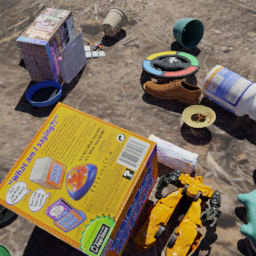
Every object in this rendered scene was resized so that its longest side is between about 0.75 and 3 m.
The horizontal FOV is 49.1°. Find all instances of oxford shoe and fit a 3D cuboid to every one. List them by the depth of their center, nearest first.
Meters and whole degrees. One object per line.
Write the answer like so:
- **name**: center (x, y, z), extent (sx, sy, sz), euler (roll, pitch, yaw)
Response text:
- **oxford shoe**: center (1.905, -1.735, 12.030), extent (2.507, 0.894, 0.894), euler (11, 48, 7)

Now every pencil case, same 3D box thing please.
- **pencil case**: center (1.509, 0.941, 9.993), extent (1.951, 0.885, 0.811), euler (24, 58, 17)

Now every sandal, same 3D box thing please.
- **sandal**: center (-4.358, 2.789, 8.833), extent (2.002, 0.429, 0.761), euler (-26, 56, -19)

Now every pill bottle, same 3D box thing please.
- **pill bottle**: center (4.431, -1.381, 11.464), extent (2.551, 1.429, 1.429), euler (37, 60, 25)

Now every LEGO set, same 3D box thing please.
- **LEGO set**: center (-1.742, -4.123, 14.342), extent (0.969, 0.318, 1.297), euler (-7, 52, -10)

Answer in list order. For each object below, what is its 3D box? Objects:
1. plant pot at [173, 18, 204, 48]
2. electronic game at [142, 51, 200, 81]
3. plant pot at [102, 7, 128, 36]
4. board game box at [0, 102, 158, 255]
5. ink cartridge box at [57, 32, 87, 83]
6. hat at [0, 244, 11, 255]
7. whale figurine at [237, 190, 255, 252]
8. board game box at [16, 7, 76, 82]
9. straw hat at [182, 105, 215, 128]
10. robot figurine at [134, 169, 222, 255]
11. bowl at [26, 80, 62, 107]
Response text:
- **plant pot**: center (2.966, -4.942, 14.345), extent (1.429, 1.429, 1.147), euler (-22, 39, -17)
- **electronic game**: center (1.961, -2.924, 12.923), extent (2.661, 0.554, 2.661), euler (-3, 38, 2)
- **plant pot**: center (-0.793, -5.587, 14.977), extent (1.234, 1.234, 1.130), euler (22, 62, 16)
- **board game box**: center (-1.103, 1.653, 7.820), extent (2.938, 2.939, 2.941), euler (23, 67, 17)
- **ink cartridge box**: center (-2.532, -3.214, 12.709), extent (0.374, 1.728, 1.696), euler (19, 54, 19)
- **hat**: center (-3.993, 3.644, 7.481), extent (1.709, 1.504, 1.416), euler (17, 54, 13)
- **whale figurine**: center (4.188, 2.796, 8.384), extent (1.719, 1.121, 2.161), euler (-11, 53, -9)
- **board game box**: center (-3.530, -3.777, 12.862), extent (1.321, 2.175, 2.728), euler (12, 52, 11)
- **straw hat**: center (2.810, -0.303, 11.182), extent (1.266, 0.536, 1.266), euler (-5, 50, 6)
- **robot figurine**: center (1.560, 2.679, 8.650), extent (2.150, 0.863, 2.966), euler (29, 58, 21)
- **bowl**: center (-3.608, -1.487, 12.140), extent (1.539, 0.302, 1.539), euler (-5, 46, 5)
